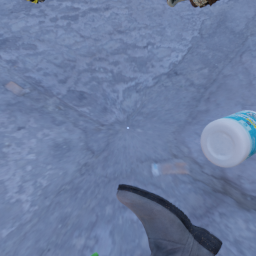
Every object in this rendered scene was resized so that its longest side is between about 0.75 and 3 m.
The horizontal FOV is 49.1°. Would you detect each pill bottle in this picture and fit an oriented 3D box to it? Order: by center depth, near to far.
[{"bbox_3d":[2.259,0.152,5.661,1.654,0.916,0.916,-15,49,-44],"label":"pill bottle"}]

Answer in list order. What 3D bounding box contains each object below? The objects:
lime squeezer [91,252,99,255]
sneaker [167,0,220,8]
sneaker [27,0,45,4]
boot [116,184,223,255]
[{"bbox_3d":[-0.321,1.847,3.009,0.534,2.831,1.000,-31,37,-3],"label":"lime squeezer"},{"bbox_3d":[2.105,-3.384,6.823,2.871,1.011,1.084,33,94,53],"label":"sneaker"},{"bbox_3d":[-2.523,-3.560,7.064,0.852,0.750,2.015,54,45,-14],"label":"sneaker"},{"bbox_3d":[0.416,1.763,3.977,1.945,0.679,1.280,36,71,-8],"label":"boot"}]
